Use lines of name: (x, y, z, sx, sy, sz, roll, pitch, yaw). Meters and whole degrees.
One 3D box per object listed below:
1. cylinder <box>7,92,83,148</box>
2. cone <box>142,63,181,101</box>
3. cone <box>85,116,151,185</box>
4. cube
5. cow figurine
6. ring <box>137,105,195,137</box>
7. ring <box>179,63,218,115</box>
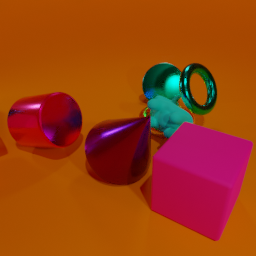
cylinder: (-2.031, -0.172, 6.904, 1.312, 1.312, 1.312, -2, 25, 37)
cone: (1.212, -1.530, 9.890, 1.416, 1.416, 1.421, 2, 10, 3)
cone: (0.099, 0.157, 5.773, 1.614, 1.620, 1.614, 11, 59, -19)
cube: (1.362, 0.929, 5.308, 1.376, 1.376, 1.376, 19, 38, 28)
cow figurine: (1.149, -0.320, 7.471, 1.676, 0.935, 1.703, -2, 27, -45)
ring: (1.124, -0.265, 8.285, 1.704, 0.341, 1.704, 0, 32, 0)
ring: (1.899, -1.041, 7.495, 1.425, 1.425, 0.285, -27, 9, -37)
